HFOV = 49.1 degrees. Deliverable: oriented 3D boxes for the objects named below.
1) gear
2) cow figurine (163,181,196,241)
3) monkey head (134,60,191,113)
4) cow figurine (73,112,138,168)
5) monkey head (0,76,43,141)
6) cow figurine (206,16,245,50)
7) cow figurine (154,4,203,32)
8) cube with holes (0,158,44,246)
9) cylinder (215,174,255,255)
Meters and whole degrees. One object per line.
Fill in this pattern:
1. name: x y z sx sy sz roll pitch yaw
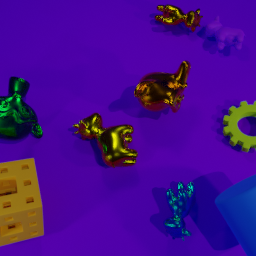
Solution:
1. gear: 3.155 -0.050 7.168 1.364 0.252 1.364 -6 62 11
2. cow figurine: 1.177 1.831 6.195 0.605 1.102 1.085 -6 96 37
3. monkey head: 0.849 -1.082 6.904 1.195 1.983 1.426 21 108 12
4. cow figurine: -0.574 0.316 6.847 1.483 0.827 1.507 -4 56 -8
5. monkey head: -2.816 -0.423 6.686 1.958 1.180 1.408 19 57 -30
6. cow figurine: 2.879 -2.809 8.294 1.125 0.618 1.107 6 56 14
7. cow figurine: 1.561 -3.395 8.557 1.232 0.687 1.252 3 24 -19
8. cube with holes: -2.451 1.539 5.759 1.193 1.193 1.193 -8 47 -22
9. cylinder: 2.618 1.704 5.472 1.315 1.315 1.315 -27 78 -12
